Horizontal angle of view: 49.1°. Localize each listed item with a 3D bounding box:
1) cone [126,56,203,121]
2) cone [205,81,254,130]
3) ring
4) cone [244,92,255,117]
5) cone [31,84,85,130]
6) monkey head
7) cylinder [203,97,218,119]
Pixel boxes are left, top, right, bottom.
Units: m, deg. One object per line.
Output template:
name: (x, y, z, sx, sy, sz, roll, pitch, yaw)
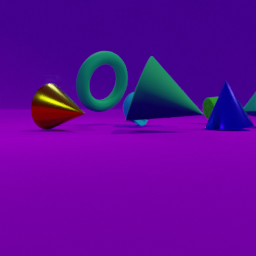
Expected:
cone: (1.027, -0.633, 6.751, 1.665, 1.659, 1.659, 22, 6, 3)
cone: (2.646, -0.637, 7.465, 1.243, 1.247, 1.243, -5, 5, 0)
ring: (-0.831, -1.524, 9.388, 2.051, 2.051, 0.410, -4, 23, -44)
cone: (4.087, -0.967, 8.348, 1.187, 1.192, 1.187, 10, -1, 0)
cone: (-1.526, -0.442, 6.941, 1.198, 1.193, 1.193, 11, 9, 30)
monkey head: (0.569, -0.564, 8.872, 1.432, 1.199, 1.990, 41, 10, -17)
cylinder: (3.219, -0.730, 10.087, 0.772, 0.772, 0.772, -7, 6, -13)
